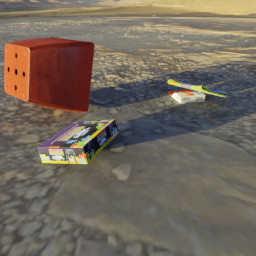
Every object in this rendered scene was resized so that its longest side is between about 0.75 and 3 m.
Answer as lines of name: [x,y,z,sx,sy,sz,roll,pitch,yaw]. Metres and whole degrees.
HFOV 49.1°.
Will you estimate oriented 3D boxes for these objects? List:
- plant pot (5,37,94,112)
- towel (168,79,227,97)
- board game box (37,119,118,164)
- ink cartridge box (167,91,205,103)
plant pot: [-2.417,-1.610,8.193,2.070,2.068,1.824,21,20,39]
towel: [2.318,-1.383,9.544,1.311,0.208,1.826,8,12,-29]
board game box: [-1.086,0.274,6.380,1.222,0.419,1.478,-2,23,26]
ink cartridge box: [2.033,-1.209,9.866,0.926,0.286,1.141,-6,29,-14]
